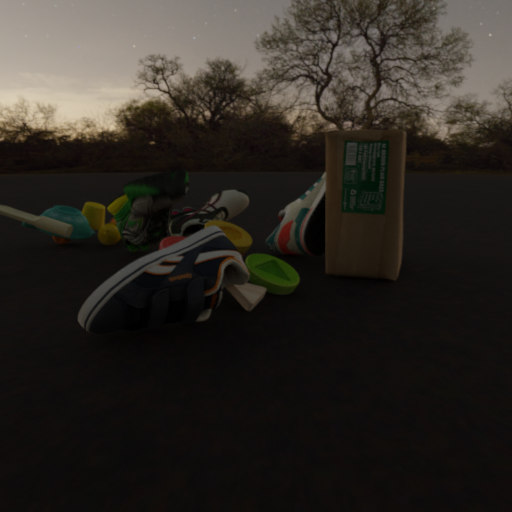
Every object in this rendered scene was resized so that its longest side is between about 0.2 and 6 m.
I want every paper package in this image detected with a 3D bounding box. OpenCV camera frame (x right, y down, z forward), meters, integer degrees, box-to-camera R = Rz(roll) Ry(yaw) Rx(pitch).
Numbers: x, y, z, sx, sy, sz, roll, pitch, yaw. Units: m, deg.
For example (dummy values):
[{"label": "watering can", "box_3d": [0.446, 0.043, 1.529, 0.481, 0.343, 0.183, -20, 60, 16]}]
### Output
[{"label": "paper package", "box_3d": [2.036, -1.008, 10.220, 1.307, 2.526, 2.407, 3, 12, 14]}]

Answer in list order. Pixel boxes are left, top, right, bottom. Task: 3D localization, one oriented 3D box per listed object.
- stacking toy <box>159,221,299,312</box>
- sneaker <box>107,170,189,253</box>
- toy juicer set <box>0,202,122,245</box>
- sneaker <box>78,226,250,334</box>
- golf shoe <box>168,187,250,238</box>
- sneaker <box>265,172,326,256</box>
[{"label": "stacking toy", "box_3d": [-0.493, 0.388, 8.638, 1.899, 0.886, 2.098, 33, 27, 20]}, {"label": "sneaker", "box_3d": [-1.984, -0.849, 11.017, 1.158, 1.265, 2.969, -20, -1, -28]}, {"label": "toy juicer set", "box_3d": [-4.133, -0.554, 12.737, 1.972, 0.843, 3.100, 23, 15, 24]}, {"label": "sneaker", "box_3d": [-1.012, 0.428, 6.907, 2.270, 0.890, 0.901, -32, 70, -34]}, {"label": "golf shoe", "box_3d": [-0.995, -0.846, 12.601, 2.013, 0.777, 0.887, -24, 41, -4]}, {"label": "sneaker", "box_3d": [1.243, -1.134, 12.212, 1.452, 1.093, 3.105, -5, 38, 39]}]
